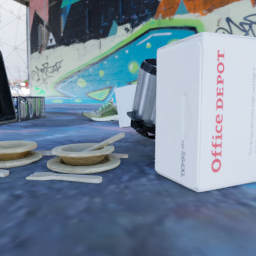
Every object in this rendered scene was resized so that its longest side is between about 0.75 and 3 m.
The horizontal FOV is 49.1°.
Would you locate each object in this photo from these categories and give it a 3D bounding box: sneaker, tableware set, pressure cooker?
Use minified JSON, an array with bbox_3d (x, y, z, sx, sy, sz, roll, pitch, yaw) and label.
[{"bbox_3d":[-0.867,-0.817,12.048,2.240,0.993,0.861,-2,7,-17],"label":"sneaker"},{"bbox_3d":[-1.267,0.320,4.220,2.334,0.468,1.543,1,7,13],"label":"tableware set"},{"bbox_3d":[0.830,-0.535,6.085,1.508,1.714,1.531,14,23,12],"label":"pressure cooker"}]

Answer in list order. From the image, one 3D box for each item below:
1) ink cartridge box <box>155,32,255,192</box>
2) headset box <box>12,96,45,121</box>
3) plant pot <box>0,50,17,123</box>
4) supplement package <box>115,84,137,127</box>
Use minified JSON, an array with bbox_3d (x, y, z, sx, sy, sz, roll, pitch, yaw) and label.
[{"bbox_3d":[1.552,-0.231,3.709,2.296,1.676,0.968,-2,6,-24],"label":"ink cartridge box"},{"bbox_3d":[-5.090,-0.910,12.579,2.004,1.067,2.301,1,7,13],"label":"headset box"},{"bbox_3d":[-5.939,-1.285,9.769,2.510,2.830,2.823,-11,6,5],"label":"plant pot"},{"bbox_3d":[0.653,-0.806,9.676,1.343,1.333,1.769,-7,1,34],"label":"supplement package"}]
